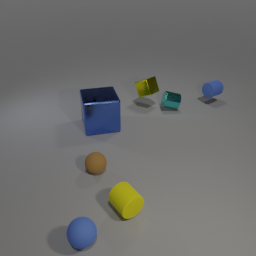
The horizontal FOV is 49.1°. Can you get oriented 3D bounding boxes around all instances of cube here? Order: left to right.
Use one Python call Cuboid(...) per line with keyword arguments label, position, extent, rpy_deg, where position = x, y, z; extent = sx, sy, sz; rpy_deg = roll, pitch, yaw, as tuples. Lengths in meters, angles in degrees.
Cuboid(label="cube", position=(-1.117, -0.706, 11.203), extent=(1.400, 1.400, 1.400), rpy_deg=(-7, 33, -12))
Cuboid(label="cube", position=(0.852, -1.830, 12.466), extent=(0.700, 0.700, 0.700), rpy_deg=(-6, 17, 44))

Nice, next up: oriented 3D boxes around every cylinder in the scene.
Cuboid(label="cylinder", position=(-0.051, 1.907, 7.428), extent=(0.700, 0.700, 0.700), rpy_deg=(-20, 39, -29))
Cuboid(label="cylinder", position=(1.921, -1.254, 12.510), extent=(0.700, 0.700, 0.700), rpy_deg=(11, 30, -12))
Cuboid(label="cylinder", position=(3.919, -1.815, 12.960), extent=(0.700, 0.700, 0.700), rpy_deg=(-19, 37, -32))

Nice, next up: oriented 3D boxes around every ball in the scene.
Cuboid(label="ball", position=(-1.070, 2.424, 6.499), extent=(0.700, 0.700, 0.700), rpy_deg=(0, 32, 0))
Cuboid(label="ball", position=(-1.029, 1.110, 8.932), extent=(0.700, 0.700, 0.700), rpy_deg=(0, 32, 0))
